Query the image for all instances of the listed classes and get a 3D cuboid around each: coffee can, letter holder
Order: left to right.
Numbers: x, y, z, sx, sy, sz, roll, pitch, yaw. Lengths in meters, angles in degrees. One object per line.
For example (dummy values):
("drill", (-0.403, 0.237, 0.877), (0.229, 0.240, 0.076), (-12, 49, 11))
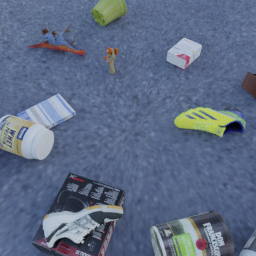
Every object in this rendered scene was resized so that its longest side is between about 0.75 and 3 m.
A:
("coffee can", (1.690, 3.152, 7.633), (1.851, 1.355, 1.355), (-12, 53, -9))
("letter holder", (5.567, -1.813, 11.804), (0.642, 0.907, 1.276), (-24, 55, -18))

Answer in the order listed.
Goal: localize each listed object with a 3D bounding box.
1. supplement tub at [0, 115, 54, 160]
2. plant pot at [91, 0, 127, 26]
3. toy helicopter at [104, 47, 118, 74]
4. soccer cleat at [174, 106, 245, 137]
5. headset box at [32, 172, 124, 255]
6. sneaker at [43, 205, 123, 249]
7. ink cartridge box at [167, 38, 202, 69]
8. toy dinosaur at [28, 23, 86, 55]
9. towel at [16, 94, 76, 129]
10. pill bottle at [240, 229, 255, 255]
("supplement tub", (-3.656, 0.348, 9.872), (1.759, 1.270, 1.270), (16, 54, 13))
("plant pot", (-1.123, -6.368, 15.120), (1.584, 1.584, 1.457), (35, 70, 24))
("toy helicopter", (-0.793, -3.048, 12.854), (0.474, 0.795, 1.202), (-3, 84, -31))
("soccer cleat", (3.122, -0.177, 10.572), (2.664, 0.861, 1.114), (-2, 57, -2))
("headset box", (-1.389, 2.808, 8.155), (1.874, 0.946, 2.521), (15, 54, 12))
("sneaker", (-1.125, 2.596, 7.338), (2.111, 0.798, 0.925), (-11, 65, -1))
("ink cartridge box", (2.677, -3.557, 13.350), (1.064, 0.617, 1.441), (33, 57, 23))
("toy dinosaur", (-3.249, -4.018, 13.818), (2.470, 1.297, 2.241), (-44, 70, 12))
("towel", (-3.291, -0.563, 11.256), (2.001, 0.238, 1.470), (-31, 57, -21))
("pill bottle", (3.794, 3.417, 7.534), (1.194, 1.194, 2.098), (36, 60, 25))
